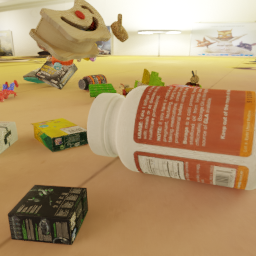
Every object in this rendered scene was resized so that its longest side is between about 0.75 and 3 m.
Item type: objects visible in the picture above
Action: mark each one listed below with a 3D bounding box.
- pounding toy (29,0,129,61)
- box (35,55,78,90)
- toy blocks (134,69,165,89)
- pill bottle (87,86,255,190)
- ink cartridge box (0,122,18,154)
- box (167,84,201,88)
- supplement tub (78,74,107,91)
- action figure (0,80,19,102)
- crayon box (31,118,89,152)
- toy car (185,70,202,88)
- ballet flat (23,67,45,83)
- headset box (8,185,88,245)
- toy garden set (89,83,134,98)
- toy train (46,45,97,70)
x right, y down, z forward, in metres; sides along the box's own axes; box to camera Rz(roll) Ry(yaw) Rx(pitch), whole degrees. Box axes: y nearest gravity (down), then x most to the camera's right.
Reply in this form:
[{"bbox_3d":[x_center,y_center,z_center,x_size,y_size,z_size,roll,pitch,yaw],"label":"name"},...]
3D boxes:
[{"bbox_3d":[-0.849,-2.181,5.530,1.175,1.171,2.049,-43,-9,37],"label":"pounding toy"},{"bbox_3d":[-3.302,-2.576,12.871,1.651,0.399,1.307,26,73,30],"label":"box"},{"bbox_3d":[1.333,-0.480,6.736,1.969,1.439,2.880,8,14,-12],"label":"toy blocks"},{"bbox_3d":[0.725,0.062,4.403,2.539,1.424,1.424,7,18,20],"label":"pill bottle"},{"bbox_3d":[-2.797,0.209,5.586,0.777,0.440,1.060,0,17,1],"label":"ink cartridge box"},{"bbox_3d":[1.955,-1.235,10.066,0.574,0.550,1.152,-16,23,-42],"label":"box"},{"bbox_3d":[-1.551,-1.957,12.195,0.688,0.688,1.286,13,22,36],"label":"supplement tub"},{"bbox_3d":[-4.634,-1.382,10.720,0.632,0.499,1.932,-8,23,-6],"label":"action figure"},{"bbox_3d":[-1.510,0.111,6.100,0.819,0.328,1.290,-12,22,-34],"label":"crayon box"},{"bbox_3d":[2.839,-2.089,12.267,0.697,0.883,0.726,13,21,35],"label":"toy car"},{"bbox_3d":[-4.103,-2.627,13.955,2.566,0.817,0.865,10,-8,25],"label":"ballet flat"},{"bbox_3d":[-0.918,0.980,3.263,0.752,0.349,0.655,2,18,7],"label":"headset box"},{"bbox_3d":[-0.596,-1.384,10.858,1.788,0.428,2.145,-4,17,-7],"label":"toy garden set"},{"bbox_3d":[-1.725,-2.778,8.942,1.539,2.049,0.570,6,-28,-3],"label":"toy train"}]
